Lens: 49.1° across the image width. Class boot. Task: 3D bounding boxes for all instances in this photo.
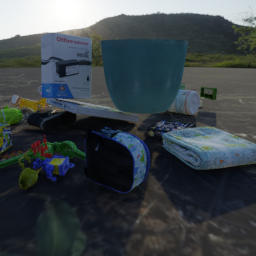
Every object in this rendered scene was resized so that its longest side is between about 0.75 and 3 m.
[{"bbox_3d":[-2.825,-0.367,10.169,1.260,0.602,1.669,13,22,30],"label":"boot"}]

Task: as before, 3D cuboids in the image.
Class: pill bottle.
[{"bbox_3d":[2.126,-1.207,12.489,1.894,1.030,1.030,13,20,40],"label":"pill bottle"}]

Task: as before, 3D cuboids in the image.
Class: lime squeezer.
[{"bbox_3d":[-1.833,0.721,6.929,2.606,0.492,0.920,0,46,-5],"label":"lime squeezer"}]

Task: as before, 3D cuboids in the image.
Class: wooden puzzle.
[{"bbox_3d":[-2.945,0.725,7.328,0.531,0.063,0.896,10,19,33],"label":"wooden puzzle"}]

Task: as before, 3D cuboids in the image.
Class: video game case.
[{"bbox_3d":[-1.388,-0.715,10.809,2.750,0.303,2.507,7,7,-39],"label":"video game case"}]

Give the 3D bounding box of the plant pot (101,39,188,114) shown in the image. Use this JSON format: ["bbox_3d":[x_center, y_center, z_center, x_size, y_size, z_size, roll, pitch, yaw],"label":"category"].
[{"bbox_3d":[0.531,-1.810,9.847,2.975,2.388,2.975,1,14,0],"label":"plant pot"}]

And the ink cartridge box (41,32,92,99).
[{"bbox_3d":[-2.202,-2.173,10.110,1.605,2.219,0.935,-5,10,-41],"label":"ink cartridge box"}]

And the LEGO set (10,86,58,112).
[{"bbox_3d":[-3.985,-1.359,13.103,2.954,1.359,1.100,-25,-10,19],"label":"LEGO set"}]

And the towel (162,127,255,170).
[{"bbox_3d":[2.131,0.464,7.404,1.884,0.530,2.201,-6,17,-18],"label":"towel"}]

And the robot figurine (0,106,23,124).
[{"bbox_3d":[-4.499,-0.427,10.520,0.987,0.571,0.866,-10,49,-35],"label":"robot figurine"}]

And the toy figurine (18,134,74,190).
[{"bbox_3d":[-1.625,0.747,6.050,0.891,0.784,1.487,6,17,3],"label":"toy figurine"}]

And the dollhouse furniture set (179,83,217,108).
[{"bbox_3d":[3.112,-1.554,13.537,2.326,1.162,0.898,-7,17,-28],"label":"dollhouse furniture set"}]

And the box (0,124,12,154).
[{"bbox_3d":[-3.723,0.438,7.157,0.640,0.698,1.992,1,15,2],"label":"box"}]

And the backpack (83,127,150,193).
[{"bbox_3d":[-0.167,0.613,5.692,1.276,1.167,0.937,18,23,36],"label":"backpack"}]

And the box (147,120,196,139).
[{"bbox_3d":[1.445,0.066,9.237,1.275,0.319,1.285,8,18,28],"label":"box"}]
